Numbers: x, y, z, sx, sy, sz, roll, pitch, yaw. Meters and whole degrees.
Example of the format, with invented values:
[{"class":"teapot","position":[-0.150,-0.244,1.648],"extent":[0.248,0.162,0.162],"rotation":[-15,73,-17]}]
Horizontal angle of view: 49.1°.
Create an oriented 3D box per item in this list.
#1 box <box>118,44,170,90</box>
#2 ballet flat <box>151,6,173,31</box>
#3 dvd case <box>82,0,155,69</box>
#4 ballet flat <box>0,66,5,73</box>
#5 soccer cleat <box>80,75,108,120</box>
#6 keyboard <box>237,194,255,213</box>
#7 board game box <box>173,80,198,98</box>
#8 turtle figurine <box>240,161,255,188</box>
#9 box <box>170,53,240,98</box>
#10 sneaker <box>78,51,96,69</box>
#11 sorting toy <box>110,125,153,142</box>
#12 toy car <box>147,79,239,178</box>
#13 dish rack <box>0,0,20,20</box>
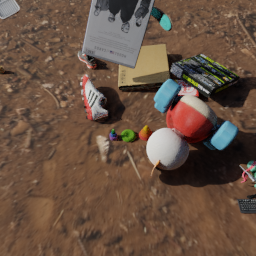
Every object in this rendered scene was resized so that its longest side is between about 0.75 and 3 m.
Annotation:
[{"class":"box","position":[0.717,-2.840,12.827],"extent":[2.265,0.295,2.771],"rotation":[-4,49,6]},{"class":"ballet flat","position":[1.347,-4.085,10.461],"extent":[0.463,0.469,1.377],"rotation":[-5,54,-44]},{"class":"dvd case","position":[-0.389,-3.948,10.580],"extent":[2.222,2.956,0.366],"rotation":[16,30,-3]},{"class":"ballet flat","position":[-6.274,-2.780,12.943],"extent":[1.141,0.359,0.391],"rotation":[6,51,5]},{"class":"soccer cleat","position":[-1.399,-1.295,11.522],"extent":[0.966,0.778,2.268],"rotation":[-7,55,-10]},{"class":"keyboard","position":[4.056,2.387,8.930],"extent":[1.083,0.139,0.651],"rotation":[0,51,-1]},{"class":"board game box","position":[2.306,-1.642,12.049],"extent":[1.313,0.304,0.995],"rotation":[2,50,1]},{"class":"turtle figurine","position":[4.651,1.589,8.951],"extent":[2.249,1.132,1.684],"rotation":[38,74,9]},{"class":"box","position":[3.363,-2.369,12.258],"extent":[2.150,0.529,2.227],"rotation":[-24,54,-37]},{"class":"sneaker","position":[-1.927,-3.403,13.309],"extent":[0.533,0.567,1.384],"rotation":[-31,57,-22]},{"class":"sorting toy","position":[0.131,0.137,10.465],"extent":[1.656,0.570,0.574],"rotation":[-3,51,-4]},{"class":"toy car","position":[1.566,0.414,9.525],"extent":[2.708,2.598,2.938],"rotation":[38,90,7]},{"class":"dish rack","position":[-3.733,-3.706,8.584],"extent":[0.671,0.170,0.782],"rotation":[-33,78,-10]}]
